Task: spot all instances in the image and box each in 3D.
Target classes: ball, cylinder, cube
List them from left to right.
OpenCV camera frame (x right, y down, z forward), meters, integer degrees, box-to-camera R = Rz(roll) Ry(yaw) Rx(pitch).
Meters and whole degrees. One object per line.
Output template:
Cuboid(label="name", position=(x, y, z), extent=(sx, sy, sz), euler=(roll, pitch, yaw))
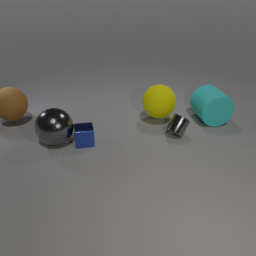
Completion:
Cuboid(label="ball", position=(-4.897, -1.000, 11.662), extent=(1.400, 1.400, 1.400), euler=(0, 29, 0))
Cuboid(label="ball", position=(-2.720, -0.044, 10.358), extent=(1.400, 1.400, 1.400), euler=(0, 29, 0))
Cuboid(label="cube", position=(-1.644, 0.266, 10.514), extent=(0.700, 0.700, 0.700), euler=(-5, 30, -12))
Cuboid(label="ball", position=(1.309, -1.112, 11.769), extent=(1.400, 1.400, 1.400), euler=(0, 29, 0))
Cuboid(label="cylinder", position=(1.956, -0.115, 10.950), extent=(0.700, 0.700, 0.700), euler=(30, 2, -1))
Cuboid(label="cylinder", position=(3.574, -0.975, 12.026), extent=(1.400, 1.400, 1.400), euler=(-5, 29, -8))
